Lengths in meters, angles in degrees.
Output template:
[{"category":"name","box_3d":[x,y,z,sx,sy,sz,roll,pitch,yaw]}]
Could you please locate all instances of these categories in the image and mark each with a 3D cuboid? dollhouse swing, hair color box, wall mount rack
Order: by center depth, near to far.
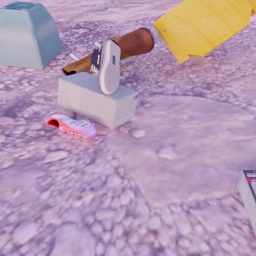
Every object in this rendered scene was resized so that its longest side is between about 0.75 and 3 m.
[{"category":"hair color box","box_3d":[2.877,1.674,5.392,0.925,0.567,1.869,-1,39,1]},{"category":"dollhouse swing","box_3d":[2.816,-3.700,10.537,2.947,2.590,2.678,-34,72,8]},{"category":"wall mount rack","box_3d":[-0.876,-2.772,10.692,2.152,0.923,2.477,4,32,42]}]

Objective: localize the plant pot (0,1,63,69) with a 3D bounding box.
[{"category":"plant pot","box_3d":[-3.964,-3.718,10.899,2.009,2.047,2.004,8,39,11]}]

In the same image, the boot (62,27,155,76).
[{"category":"boot","box_3d":[-0.729,-2.574,9.677,2.751,0.942,2.590,-32,30,-28]}]

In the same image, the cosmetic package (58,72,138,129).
[{"category":"cosmetic package","box_3d":[-0.898,-0.869,8.157,2.146,0.968,1.146,28,33,27]}]

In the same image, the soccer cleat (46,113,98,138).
[{"category":"soccer cleat","box_3d":[-1.509,-0.021,7.529,1.514,0.505,0.579,21,35,27]}]

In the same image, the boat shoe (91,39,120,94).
[{"category":"boat shoe","box_3d":[-0.671,-1.591,7.703,0.765,0.616,1.650,-14,58,37]}]
